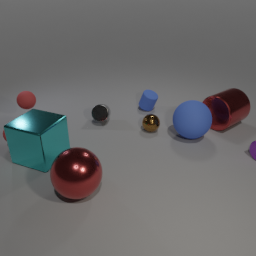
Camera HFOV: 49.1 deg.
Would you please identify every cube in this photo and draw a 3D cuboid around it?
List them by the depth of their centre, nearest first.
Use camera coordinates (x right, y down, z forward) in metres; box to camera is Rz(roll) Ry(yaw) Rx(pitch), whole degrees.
[{"bbox_3d":[-2.906,0.361,9.160,1.400,1.400,1.400,12,31,20],"label":"cube"}]

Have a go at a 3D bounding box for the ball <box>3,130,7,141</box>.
[{"bbox_3d":[-4.021,0.203,9.841,0.700,0.700,0.700,0,29,0],"label":"ball"}]

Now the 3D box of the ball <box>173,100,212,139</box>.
[{"bbox_3d":[2.333,-0.310,10.202,1.400,1.400,1.400,0,29,0],"label":"ball"}]

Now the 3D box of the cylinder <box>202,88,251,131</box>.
[{"bbox_3d":[3.870,-0.756,11.157,1.400,1.400,1.400,-21,36,-34],"label":"cylinder"}]

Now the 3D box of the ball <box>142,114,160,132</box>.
[{"bbox_3d":[0.896,-0.196,10.888,0.700,0.700,0.700,0,29,0],"label":"ball"}]

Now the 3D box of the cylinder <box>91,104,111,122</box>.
[{"bbox_3d":[-1.090,-0.619,11.435,0.700,0.700,0.700,1,6,2],"label":"cylinder"}]

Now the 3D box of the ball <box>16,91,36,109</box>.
[{"bbox_3d":[-3.837,-1.052,10.580,0.700,0.700,0.700,0,29,0],"label":"ball"}]

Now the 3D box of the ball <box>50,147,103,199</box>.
[{"bbox_3d":[-1.394,1.219,7.608,1.400,1.400,1.400,0,29,0],"label":"ball"}]

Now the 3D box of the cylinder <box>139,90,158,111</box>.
[{"bbox_3d":[0.909,-1.237,12.535,0.700,0.700,0.700,13,41,-12],"label":"cylinder"}]

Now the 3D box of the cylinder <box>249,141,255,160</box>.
[{"bbox_3d":[4.545,0.695,9.271,0.700,0.700,0.700,-12,31,-23],"label":"cylinder"}]
